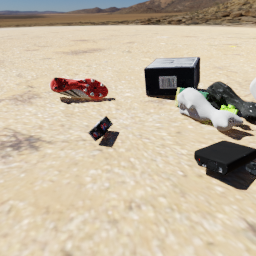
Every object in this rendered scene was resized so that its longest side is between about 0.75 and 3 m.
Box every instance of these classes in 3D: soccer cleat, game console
[{"bbox_3d":[-1.958,-1.582,11.279,2.326,0.798,0.991,4,-7,-11],"label":"soccer cleat"},{"bbox_3d":[2.841,0.819,6.087,1.530,0.313,2.594,-13,22,-41],"label":"game console"}]

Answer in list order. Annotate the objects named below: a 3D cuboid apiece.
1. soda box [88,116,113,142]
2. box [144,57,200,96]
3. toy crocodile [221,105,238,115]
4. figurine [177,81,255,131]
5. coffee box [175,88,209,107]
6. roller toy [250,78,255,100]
[{"bbox_3d":[-0.770,0.002,8.021,0.316,0.354,0.999,-36,8,23],"label":"soda box"},{"bbox_3d":[1.940,-2.186,11.805,2.029,1.251,2.013,3,26,20],"label":"box"},{"bbox_3d":[3.241,-0.501,9.044,0.360,0.394,1.166,21,1,-7],"label":"toy crocodile"},{"bbox_3d":[3.088,-0.655,9.141,2.271,0.978,2.216,-16,33,-29],"label":"figurine"},{"bbox_3d":[2.275,-1.019,10.067,1.144,0.704,0.252,19,17,33],"label":"coffee box"},{"bbox_3d":[4.027,-0.985,7.090,1.627,1.484,1.137,-8,65,-43],"label":"roller toy"}]
